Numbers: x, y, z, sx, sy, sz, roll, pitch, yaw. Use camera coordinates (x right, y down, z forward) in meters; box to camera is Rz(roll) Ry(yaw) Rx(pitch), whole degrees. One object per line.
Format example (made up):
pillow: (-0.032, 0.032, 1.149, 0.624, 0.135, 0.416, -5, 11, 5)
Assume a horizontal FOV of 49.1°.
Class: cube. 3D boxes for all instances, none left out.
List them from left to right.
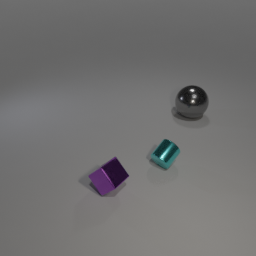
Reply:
cube: (-0.543, 1.362, 7.940, 0.700, 0.700, 0.700, 55, 43, 1)

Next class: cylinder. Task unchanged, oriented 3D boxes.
cylinder: (1.207, 0.833, 9.019, 0.700, 0.700, 0.700, 27, 67, 38)

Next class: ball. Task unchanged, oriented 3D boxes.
ball: (2.698, -1.105, 11.858, 1.400, 1.400, 1.400, 0, 30, 0)
